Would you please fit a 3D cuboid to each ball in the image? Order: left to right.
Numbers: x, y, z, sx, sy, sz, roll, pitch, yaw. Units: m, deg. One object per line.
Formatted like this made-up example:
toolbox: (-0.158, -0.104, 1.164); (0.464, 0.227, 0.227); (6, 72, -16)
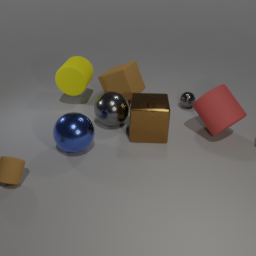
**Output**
ball: (-1.851, 0.152, 9.615); (1.400, 1.400, 1.400); (0, 31, 0)
ball: (-0.644, -0.758, 11.122); (1.400, 1.400, 1.400); (0, 31, 0)
ball: (2.674, -1.271, 12.552); (0.700, 0.700, 0.700); (0, 31, 0)

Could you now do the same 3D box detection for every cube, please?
cube: (-0.251, -2.089, 12.885); (1.400, 1.400, 1.400); (-10, 23, 32)
cube: (0.793, -0.397, 10.524); (1.400, 1.400, 1.400); (2, 31, 3)

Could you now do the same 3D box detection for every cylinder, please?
cylinder: (-3.463, 1.234, 8.243); (0.700, 0.700, 0.700); (13, -6, 1)
cylinder: (-2.397, -2.375, 12.714); (1.400, 1.400, 1.400); (4, 33, 6)
cylinder: (3.342, -0.653, 10.286); (1.400, 1.400, 1.400); (-23, 76, -33)
